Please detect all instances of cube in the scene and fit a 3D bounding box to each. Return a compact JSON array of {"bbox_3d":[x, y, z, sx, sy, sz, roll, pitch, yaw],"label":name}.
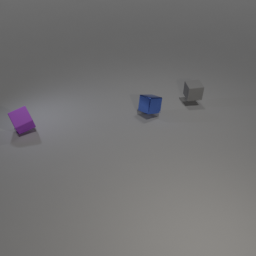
[{"bbox_3d":[-4.072,-0.295,10.769,0.700,0.700,0.700,-28,75,-17],"label":"cube"},{"bbox_3d":[0.942,-1.024,11.973,0.700,0.700,0.700,-7,21,-37],"label":"cube"},{"bbox_3d":[2.989,-1.719,12.816,0.700,0.700,0.700,-6,40,-6],"label":"cube"}]
